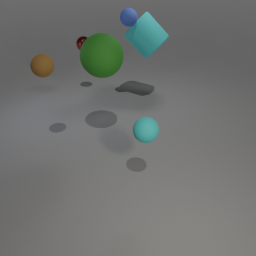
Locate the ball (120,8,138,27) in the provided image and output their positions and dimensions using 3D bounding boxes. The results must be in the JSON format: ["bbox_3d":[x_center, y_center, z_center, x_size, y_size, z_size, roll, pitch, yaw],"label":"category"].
[{"bbox_3d":[0.031,-4.382,11.092,0.700,0.700,0.700,0,31,0],"label":"ball"}]

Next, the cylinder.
[{"bbox_3d":[0.788,-3.994,12.118,1.400,1.400,1.400,45,32,-12],"label":"cylinder"}]

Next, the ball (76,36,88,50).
[{"bbox_3d":[-2.069,-3.926,13.088,0.700,0.700,0.700,0,31,0],"label":"ball"}]

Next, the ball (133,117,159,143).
[{"bbox_3d":[0.478,0.054,7.518,0.700,0.700,0.700,0,31,0],"label":"ball"}]

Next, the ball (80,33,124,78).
[{"bbox_3d":[-0.840,-2.320,9.007,1.400,1.400,1.400,0,31,0],"label":"ball"}]

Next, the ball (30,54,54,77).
[{"bbox_3d":[-2.582,-1.884,8.449,0.700,0.700,0.700,0,31,0],"label":"ball"}]
